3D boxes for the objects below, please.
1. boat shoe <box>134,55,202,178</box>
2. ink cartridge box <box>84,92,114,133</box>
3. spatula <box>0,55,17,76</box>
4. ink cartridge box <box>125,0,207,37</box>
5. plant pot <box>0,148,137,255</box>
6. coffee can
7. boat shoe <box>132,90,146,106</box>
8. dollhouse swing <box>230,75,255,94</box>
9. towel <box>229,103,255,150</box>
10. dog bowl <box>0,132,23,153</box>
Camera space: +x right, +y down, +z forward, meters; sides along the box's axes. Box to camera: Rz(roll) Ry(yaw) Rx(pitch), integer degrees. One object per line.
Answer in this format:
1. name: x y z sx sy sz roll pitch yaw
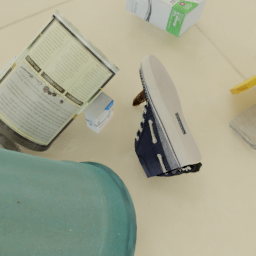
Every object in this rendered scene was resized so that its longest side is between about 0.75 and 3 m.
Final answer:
1. boat shoe: 0.554 -0.166 6.338 1.279 1.030 2.758 -25 78 33
2. ink cartridge box: -0.695 -0.356 6.897 0.385 0.913 0.666 35 70 11
3. spatula: -3.300 -1.335 7.776 1.107 0.128 1.592 28 69 13
4. ink cartridge box: 1.105 -3.697 8.280 1.950 0.820 1.423 33 55 15
5. plant pot: -1.754 1.565 4.414 2.822 2.764 2.822 -14 63 29
6. coffee can: -1.679 -0.985 6.201 2.503 1.832 1.832 -46 72 7
7. boat shoe: 0.364 -0.773 7.141 0.286 0.795 0.268 45 54 -5
8. dollhouse swing: 3.712 -0.921 6.753 1.667 1.835 1.613 45 102 4
9. towel: 3.430 -0.170 7.062 1.534 0.264 1.016 -31 59 -8
10. dog bowl: -3.275 1.019 6.255 2.136 0.626 2.136 -5 63 9
